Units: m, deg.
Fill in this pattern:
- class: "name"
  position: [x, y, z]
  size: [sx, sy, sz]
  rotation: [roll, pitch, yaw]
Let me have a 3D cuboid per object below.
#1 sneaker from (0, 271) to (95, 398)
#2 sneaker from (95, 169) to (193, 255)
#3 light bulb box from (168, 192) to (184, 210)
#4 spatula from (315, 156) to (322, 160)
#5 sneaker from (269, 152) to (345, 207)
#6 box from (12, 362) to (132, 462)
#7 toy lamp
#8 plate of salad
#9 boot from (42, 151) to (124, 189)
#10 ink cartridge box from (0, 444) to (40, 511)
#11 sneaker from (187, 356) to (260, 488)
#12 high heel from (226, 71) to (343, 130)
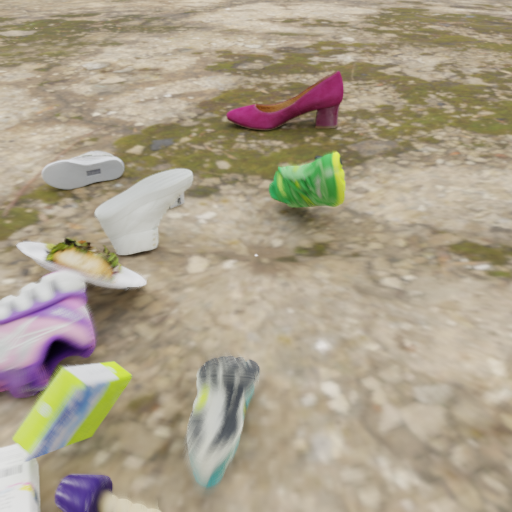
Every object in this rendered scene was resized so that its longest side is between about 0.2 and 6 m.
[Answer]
- class: "sneaker"
  position: [-3.175, 1.283, 6.865]
  size: [2.723, 1.095, 1.204]
  rotation: [-28, 73, -23]
- class: "sneaker"
  position: [-1.812, -0.735, 9.815]
  size: [1.832, 1.059, 0.675]
  rotation: [-32, 38, -21]
- class: "light bulb box"
  position: [-1.893, -1.230, 11.201]
  size: [0.660, 0.412, 0.654]
  rotation: [-27, 42, -35]
- class: "spatula"
  position: [1.498, -1.776, 12.217]
  size: [0.619, 0.225, 2.190]
  rotation: [1, 33, -1]
- class: "sneaker"
  position: [0.876, -1.233, 10.052]
  size: [1.016, 0.901, 2.432]
  rotation: [-8, -1, -16]
- class: "box"
  position: [-1.887, 1.571, 5.837]
  size: [0.338, 0.864, 1.417]
  rotation: [34, -2, 12]
- class: "toy lamp"
  position: [-1.106, 2.516, 5.390]
  size: [1.762, 0.513, 0.513]
  rotation: [11, 35, 17]
- class: "plate of salad"
  position: [-2.577, 0.036, 8.465]
  size: [1.951, 0.468, 1.951]
  rotation: [18, 4, -1]
- class: "boot"
  position: [-3.800, -1.889, 12.146]
  size: [1.725, 0.634, 0.824]
  rotation: [-10, 27, -28]
- class: "ink cartridge box"
  position: [-2.516, 2.549, 5.333]
  size: [0.824, 0.474, 1.408]
  rotation: [-11, 34, -16]
- class: "sneaker"
  position: [-0.408, 1.764, 6.323]
  size: [0.700, 0.719, 1.806]
  rotation: [9, 27, 9]
- class: "high heel"
  position: [0.734, -4.129, 14.679]
  size: [3.048, 1.465, 1.028]
  rotation: [-2, 33, -3]
